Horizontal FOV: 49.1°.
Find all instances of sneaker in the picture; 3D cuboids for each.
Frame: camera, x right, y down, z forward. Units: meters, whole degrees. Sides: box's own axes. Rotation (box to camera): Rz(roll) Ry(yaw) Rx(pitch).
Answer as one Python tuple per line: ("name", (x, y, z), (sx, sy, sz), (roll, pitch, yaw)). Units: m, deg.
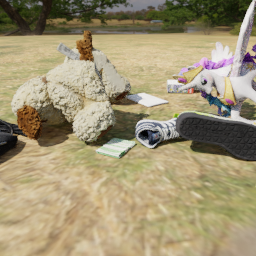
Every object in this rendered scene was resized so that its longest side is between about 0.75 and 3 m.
("sneaker", (0.899, 0.102, 6.538), (1.518, 0.532, 0.823), (-2, 18, 11))
("sneaker", (2.033, 0.009, 6.077), (2.123, 0.761, 0.879), (20, 20, 6))

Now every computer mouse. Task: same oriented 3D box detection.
("computer mouse", (-3.349, 0.203, 6.253), (1.744, 0.572, 2.484), (8, 23, 18))

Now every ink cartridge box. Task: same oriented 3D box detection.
("ink cartridge box", (2.298, -1.642, 11.132), (1.474, 0.371, 0.803), (3, 22, 4))

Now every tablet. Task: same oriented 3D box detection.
("tablet", (0.652, -1.012, 9.923), (0.908, 0.095, 1.396), (-15, 26, -32))

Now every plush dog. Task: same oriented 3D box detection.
("plush dog", (-1.779, -0.821, 7.099), (2.369, 2.213, 2.758), (-20, 24, -2))
("plush dog", (-1.650, -1.835, 9.790), (2.882, 2.312, 2.475), (-10, -2, -27))

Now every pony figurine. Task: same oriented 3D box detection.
("pony figurine", (2.776, -1.337, 6.826), (2.865, 2.386, 2.766), (29, 64, 5))

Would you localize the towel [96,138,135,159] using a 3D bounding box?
("towel", (-0.271, 0.432, 6.320), (0.627, 0.096, 0.822), (10, 24, 25))
